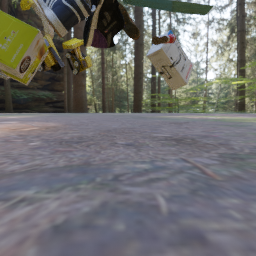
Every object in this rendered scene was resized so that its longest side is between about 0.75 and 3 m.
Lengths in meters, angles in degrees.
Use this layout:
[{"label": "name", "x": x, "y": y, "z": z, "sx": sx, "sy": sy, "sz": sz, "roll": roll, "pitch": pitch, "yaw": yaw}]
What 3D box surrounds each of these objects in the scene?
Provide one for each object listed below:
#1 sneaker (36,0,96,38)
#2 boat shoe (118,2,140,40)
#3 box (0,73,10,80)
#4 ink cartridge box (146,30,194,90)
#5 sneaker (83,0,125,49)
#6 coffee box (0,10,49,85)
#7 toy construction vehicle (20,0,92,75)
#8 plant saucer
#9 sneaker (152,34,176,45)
[{"label": "sneaker", "x": -1.012, "y": -2.015, "z": 4.558, "sx": 0.485, "sy": 0.751, "sz": 1.383, "roll": 49, "pitch": 6, "yaw": -46}, {"label": "boat shoe", "x": -0.090, "y": -3.346, "z": 8.866, "sx": 0.492, "sy": 1.367, "sz": 0.462, "roll": -35, "pitch": -3, "yaw": 10}, {"label": "box", "x": -4.105, "y": -2.595, "z": 9.857, "sx": 0.483, "sy": 1.606, "sz": 0.937, "roll": 23, "pitch": 17, "yaw": -11}, {"label": "ink cartridge box", "x": 1.936, "y": -2.974, "z": 12.430, "sx": 0.879, "sy": 1.522, "sz": 2.084, "roll": -17, "pitch": -54, "yaw": 42}, {"label": "sneaker", "x": -0.487, "y": -3.133, "z": 7.508, "sx": 1.007, "sy": 0.871, "sz": 2.300, "roll": 3, "pitch": -33, "yaw": -21}, {"label": "coffee box", "x": -3.377, "y": -2.306, "z": 8.240, "sx": 1.370, "sy": 1.368, "sz": 1.355, "roll": 27, "pitch": -12, "yaw": 0}, {"label": "toy construction vehicle", "x": -2.408, "y": -3.233, "z": 10.121, "sx": 1.024, "sy": 2.908, "sz": 2.532, "roll": -8, "pitch": 22, "yaw": 29}, {"label": "plant saucer", "x": 0.622, "y": -2.429, "z": 5.483, "sx": 0.818, "sy": 0.222, "sz": 2.340, "roll": -4, "pitch": 26, "yaw": -23}, {"label": "sneaker", "x": 1.128, "y": -2.738, "z": 8.676, "sx": 0.461, "sy": 0.292, "sz": 0.819, "roll": -15, "pitch": 21, "yaw": -31}]
